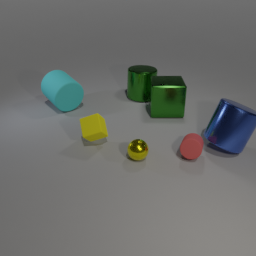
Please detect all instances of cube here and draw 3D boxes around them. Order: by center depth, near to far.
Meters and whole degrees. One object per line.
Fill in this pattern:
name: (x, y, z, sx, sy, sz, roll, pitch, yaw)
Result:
cube: (-1.182, -0.007, 9.757, 0.700, 0.700, 0.700, -17, 71, 11)
cube: (1.658, -1.360, 12.012, 1.400, 1.400, 1.400, 0, 28, 1)

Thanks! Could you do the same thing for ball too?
ball: (0.325, 0.704, 9.104, 0.700, 0.700, 0.700, 0, 29, 0)

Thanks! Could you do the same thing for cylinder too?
cylinder: (2.090, 0.587, 9.162, 0.700, 0.700, 0.700, 9, 17, 16)
cylinder: (3.470, -0.091, 9.387, 1.400, 1.400, 1.400, 19, 19, -7)
cylinder: (-2.892, -1.652, 12.341, 1.400, 1.400, 1.400, -21, 44, -33)
cylinder: (0.668, -2.156, 13.414, 1.400, 1.400, 1.400, 1, 28, -1)
